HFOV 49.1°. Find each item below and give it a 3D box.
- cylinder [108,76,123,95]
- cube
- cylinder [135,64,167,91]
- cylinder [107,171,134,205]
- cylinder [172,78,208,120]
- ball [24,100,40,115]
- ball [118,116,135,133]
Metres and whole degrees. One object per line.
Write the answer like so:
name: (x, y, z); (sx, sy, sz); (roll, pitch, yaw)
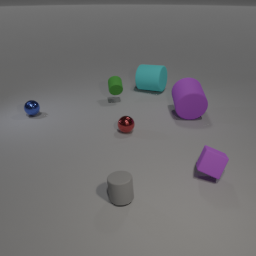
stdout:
cylinder: (-0.629, -2.108, 13.913); (0.700, 0.700, 0.700); (-3, 49, -7)
cube: (2.560, 1.029, 8.556); (0.700, 0.700, 0.700); (23, 12, 7)
cylinder: (1.316, -2.799, 15.624); (1.400, 1.400, 1.400); (10, 29, 26)
cylinder: (-0.203, 1.659, 7.783); (0.700, 0.700, 0.700); (-5, 23, 2)
cylinder: (2.738, -1.327, 12.572); (1.400, 1.400, 1.400); (0, 38, 0)
ball: (-4.382, -0.923, 12.784); (0.700, 0.700, 0.700); (0, 27, 0)
ball: (-0.077, -0.152, 11.380); (0.700, 0.700, 0.700); (0, 27, 0)
